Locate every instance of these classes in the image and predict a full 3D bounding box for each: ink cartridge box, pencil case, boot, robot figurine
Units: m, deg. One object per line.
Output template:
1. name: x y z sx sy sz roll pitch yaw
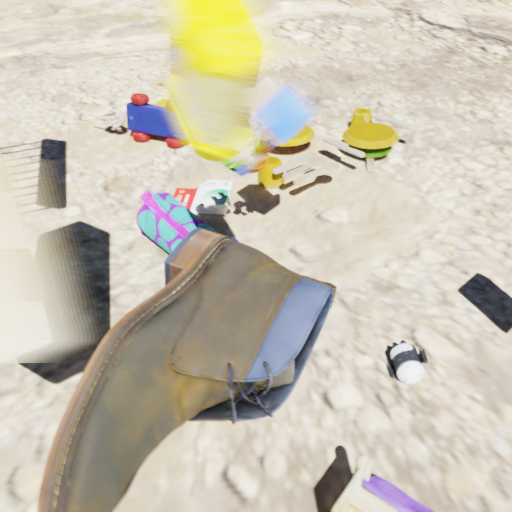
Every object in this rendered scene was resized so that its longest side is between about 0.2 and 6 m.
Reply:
1. ink cartridge box: -0.923 -0.989 9.247 0.984 0.247 0.792 5 38 4
2. pencil case: -0.984 -0.278 7.871 0.737 0.800 1.731 -46 50 -10
3. boot: -0.465 1.188 5.503 1.788 1.378 3.689 16 49 13
4. robot figurine: 1.710 1.210 6.366 0.320 0.386 0.514 11 35 -14

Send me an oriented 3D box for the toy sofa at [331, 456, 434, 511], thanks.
1. toy sofa: 1.539 2.379 4.509 1.825 0.756 0.890 25 45 28

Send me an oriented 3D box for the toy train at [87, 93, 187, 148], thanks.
1. toy train: -2.119 -2.862 11.201 2.122 0.898 1.228 13 29 16

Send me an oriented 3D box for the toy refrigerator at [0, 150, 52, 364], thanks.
1. toy refrigerator: -2.222 -0.419 3.996 0.828 2.367 0.899 -22 21 -38

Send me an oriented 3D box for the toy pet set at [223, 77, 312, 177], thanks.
1. toy pet set: 0.076 -1.379 6.603 0.686 1.206 1.292 52 15 28

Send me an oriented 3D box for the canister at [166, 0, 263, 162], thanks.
1. canister: -0.346 -1.411 4.344 0.528 1.219 0.906 -22 77 -14

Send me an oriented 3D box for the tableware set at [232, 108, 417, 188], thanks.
1. tableware set: 1.174 -2.025 10.433 3.296 0.506 2.221 -29 43 -30
